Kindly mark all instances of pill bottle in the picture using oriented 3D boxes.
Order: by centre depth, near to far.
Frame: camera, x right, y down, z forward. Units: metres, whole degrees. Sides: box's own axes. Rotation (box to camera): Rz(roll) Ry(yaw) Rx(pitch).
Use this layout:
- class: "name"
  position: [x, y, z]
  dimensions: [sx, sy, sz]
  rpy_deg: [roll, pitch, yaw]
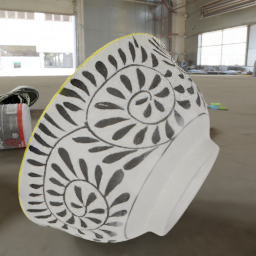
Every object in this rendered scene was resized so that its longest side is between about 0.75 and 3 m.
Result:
- class: "pill bottle"
  position: [-3.210, 0.000, 6.484]
  dimensions: [1.797, 1.041, 1.041]
  rpy_deg: [-5, 14, -15]

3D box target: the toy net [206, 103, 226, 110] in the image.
- class: "toy net"
  position: [3.725, -1.048, 12.645]
  dimensions: [0.704, 0.259, 1.341]
  rpy_deg: [-7, 15, -27]

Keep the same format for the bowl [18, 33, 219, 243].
- class: "bowl"
  position: [0.208, 0.375, 3.074]
  dimensions: [1.154, 2.459, 2.459]
  rpy_deg: [33, 27, 23]

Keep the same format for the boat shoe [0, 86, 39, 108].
- class: "boat shoe"
  position: [-4.436, -1.020, 11.169]
  dimensions: [0.901, 1.000, 2.829]
  rpy_deg: [6, 22, 25]
